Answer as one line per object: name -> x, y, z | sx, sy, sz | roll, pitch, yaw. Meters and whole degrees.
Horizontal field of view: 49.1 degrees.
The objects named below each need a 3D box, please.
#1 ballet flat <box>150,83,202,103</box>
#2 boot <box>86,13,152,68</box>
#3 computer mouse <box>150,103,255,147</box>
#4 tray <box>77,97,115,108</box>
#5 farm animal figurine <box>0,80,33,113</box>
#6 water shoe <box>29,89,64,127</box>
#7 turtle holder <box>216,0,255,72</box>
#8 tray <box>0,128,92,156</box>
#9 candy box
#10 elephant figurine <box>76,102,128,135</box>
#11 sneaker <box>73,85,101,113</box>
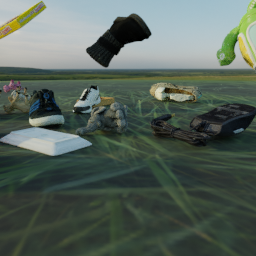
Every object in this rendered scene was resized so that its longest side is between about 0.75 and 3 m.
ballet flat -> 2.352, -1.804, 14.788 | 2.978, 1.010, 1.121 | 9, 31, 28
boot -> -0.312, -2.465, 8.147 | 1.541, 0.775, 2.061 | -47, 29, -5
computer mouse -> 1.891, -0.067, 7.162 | 2.725, 0.627, 1.913 | -22, 24, -36
tray -> -1.507, -1.232, 13.318 | 0.869, 0.326, 1.762 | 7, 13, 33
farm animal figurine -> -4.749, -1.005, 10.655 | 1.875, 1.168, 2.322 | 29, 22, 29
water shoe -> -2.729, -0.707, 8.931 | 0.961, 1.061, 2.689 | -6, 13, -27
turtle holder -> 3.461, -2.214, 6.998 | 2.253, 1.600, 1.712 | 6, -11, 12
tray -> -1.926, 0.245, 6.442 | 2.050, 0.227, 1.101 | 9, 15, 36
candy box -> -3.250, -2.927, 7.916 | 2.104, 0.278, 1.075 | -3, 41, 41
elephant figurine -> -0.680, -0.229, 7.528 | 1.253, 0.886, 0.972 | -13, -20, 14
sneaker -> -1.707, -1.176, 11.401 | 0.737, 0.800, 1.999 | 7, 27, 11
